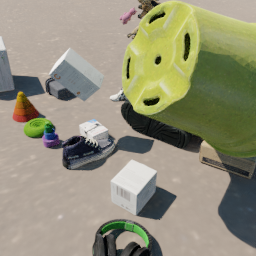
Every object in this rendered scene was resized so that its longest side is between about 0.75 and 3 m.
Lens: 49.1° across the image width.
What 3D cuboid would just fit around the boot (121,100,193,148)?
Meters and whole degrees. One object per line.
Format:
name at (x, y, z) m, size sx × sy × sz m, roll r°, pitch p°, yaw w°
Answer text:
boot at (1.276, -0.506, 8.559) m, size 2.439 × 0.903 × 1.999 m, roll 26°, pitch 44°, yaw 22°

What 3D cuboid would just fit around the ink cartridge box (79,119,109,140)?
ink cartridge box at (-0.993, 0.101, 8.195) m, size 0.542 × 0.316 × 0.750 m, roll -25°, pitch 42°, yaw -31°

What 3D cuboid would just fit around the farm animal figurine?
farm animal figurine at (0.708, -4.396, 10.414) m, size 2.038 × 2.060 × 1.074 m, roll -11°, pitch 0°, yaw -35°

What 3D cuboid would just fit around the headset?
headset at (-0.179, 2.340, 4.932) m, size 1.058 × 0.805 × 1.714 m, roll 12°, pitch 21°, yaw 11°

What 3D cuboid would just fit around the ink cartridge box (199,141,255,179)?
ink cartridge box at (2.796, 0.445, 7.444) m, size 1.337 × 0.610 × 1.624 m, roll 18°, pitch 39°, yaw 26°

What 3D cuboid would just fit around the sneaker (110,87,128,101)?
sneaker at (-0.254, -1.258, 9.958) m, size 0.799 × 0.520 × 0.319 m, roll -4°, pitch 34°, yaw -5°

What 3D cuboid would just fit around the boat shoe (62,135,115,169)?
boat shoe at (-1.008, 0.464, 7.324) m, size 1.552 × 0.720 × 0.579 m, roll -25°, pitch 42°, yaw -31°

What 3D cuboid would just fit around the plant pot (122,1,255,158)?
plant pot at (1.347, -0.895, 4.880) m, size 2.447 × 2.661 × 2.661 m, roll 9°, pitch 26°, yaw -36°

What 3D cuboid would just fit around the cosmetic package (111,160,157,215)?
cosmetic package at (0.136, 1.289, 6.172) m, size 0.689 × 0.690 × 0.836 m, roll 23°, pitch 41°, yaw 28°

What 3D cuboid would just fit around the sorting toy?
sorting toy at (-2.823, -0.374, 8.406) m, size 0.876 × 0.870 × 2.527 m, roll -24°, pitch 41°, yaw -30°

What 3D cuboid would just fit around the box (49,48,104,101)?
box at (-1.277, -1.320, 7.060) m, size 0.698 × 1.122 × 0.547 m, roll -32°, pitch 32°, yaw 36°

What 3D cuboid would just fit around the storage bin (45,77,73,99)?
storage bin at (-2.392, -1.538, 10.268) m, size 1.025 × 0.746 × 0.688 m, roll -28°, pitch 54°, yaw -34°

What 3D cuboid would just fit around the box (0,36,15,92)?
box at (-5.233, -2.362, 10.527) m, size 1.432 × 1.672 × 1.663 m, roll -13°, pitch 37°, yaw -22°
